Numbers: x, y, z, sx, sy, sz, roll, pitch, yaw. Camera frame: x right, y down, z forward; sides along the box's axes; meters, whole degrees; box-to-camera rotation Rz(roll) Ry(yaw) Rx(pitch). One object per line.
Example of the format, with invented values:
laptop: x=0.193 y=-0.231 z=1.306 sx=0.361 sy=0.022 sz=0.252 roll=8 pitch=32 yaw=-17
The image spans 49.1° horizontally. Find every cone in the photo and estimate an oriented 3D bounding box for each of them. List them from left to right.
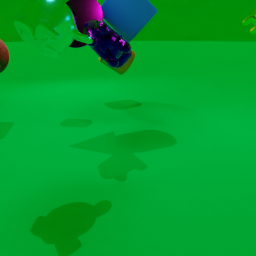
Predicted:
cone: x=-1.076 y=-2.843 z=8.238 sx=1.455 sy=1.455 sz=1.460 roll=8 pitch=0 yaw=21

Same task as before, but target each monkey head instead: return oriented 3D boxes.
monkey head: x=-1.304 y=-1.801 z=4.789 sx=1.579 sy=0.951 sz=1.136 roll=39 pitch=-13 yaw=-29

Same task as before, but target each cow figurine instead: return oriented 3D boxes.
cow figurine: x=-0.523 y=-2.127 z=7.098 sx=1.617 sy=0.887 sz=1.591 roll=36 pitch=12 yaw=-34
cow figurine: x=4.054 y=-3.359 z=8.248 sx=1.314 sy=0.722 sz=1.293 roll=-49 pitch=8 yaw=-27

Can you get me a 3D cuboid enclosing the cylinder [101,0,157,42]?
cylinder: x=-0.001 y=-3.454 z=8.332 sx=1.272 sy=1.272 sz=1.272 roll=42 pitch=15 yaw=-12

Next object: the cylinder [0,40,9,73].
cylinder: x=-4.636 y=-2.383 z=8.841 sx=1.369 sy=1.369 sz=1.369 roll=-3 pitch=6 yaw=-8

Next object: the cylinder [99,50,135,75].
cylinder: x=-0.467 y=-3.043 z=11.923 sx=1.147 sy=1.147 sz=1.147 roll=30 pitch=9 yaw=-22
